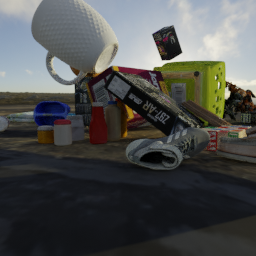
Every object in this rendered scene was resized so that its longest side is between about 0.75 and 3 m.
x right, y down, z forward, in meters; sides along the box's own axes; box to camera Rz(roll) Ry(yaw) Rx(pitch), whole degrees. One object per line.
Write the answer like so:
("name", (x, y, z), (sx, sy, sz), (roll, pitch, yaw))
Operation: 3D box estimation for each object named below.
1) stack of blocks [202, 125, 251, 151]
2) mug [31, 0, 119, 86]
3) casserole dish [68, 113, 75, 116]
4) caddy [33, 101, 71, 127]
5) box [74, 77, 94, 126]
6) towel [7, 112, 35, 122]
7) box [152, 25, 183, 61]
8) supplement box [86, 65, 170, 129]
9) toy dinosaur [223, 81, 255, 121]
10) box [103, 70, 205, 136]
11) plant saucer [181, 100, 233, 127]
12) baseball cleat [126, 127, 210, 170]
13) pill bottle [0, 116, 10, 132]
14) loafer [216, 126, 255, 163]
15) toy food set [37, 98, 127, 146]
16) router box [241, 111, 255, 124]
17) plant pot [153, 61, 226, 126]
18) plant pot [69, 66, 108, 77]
("stack of blocks", (2.392, 0.221, 6.843), (0.905, 0.460, 1.572), (4, 8, 33))
("mug", (-1.882, -2.880, 9.904), (2.536, 2.893, 2.136), (39, 20, 10))
("casserole dish", (-2.942, -0.495, 13.714), (2.025, 0.393, 1.227), (6, 8, 36))
("caddy", (-2.943, -0.510, 10.903), (1.489, 1.053, 0.782), (1, 2, 15))
("box", (-1.533, -1.184, 12.353), (0.879, 2.040, 1.671), (3, 7, 24))
("towel", (-4.834, -0.571, 14.121), (1.875, 0.451, 1.605), (2, 6, 21))
("box", (1.672, -3.578, 11.862), (0.769, 1.259, 0.668), (-35, 25, -19))
("supplement box", (0.166, -1.042, 10.254), (1.485, 1.884, 2.877), (-25, -10, 39))
("toy dinosaur", (5.585, -1.434, 14.638), (2.861, 1.942, 1.462), (43, -1, 10))
("box", (0.825, -0.613, 7.787), (2.572, 0.560, 2.060), (38, 18, 13))
("plant saucer", (2.506, -0.331, 8.499), (1.934, 0.285, 1.934), (30, 12, -7))
("baseball cleat", (0.880, 0.426, 4.983), (1.770, 0.617, 0.942), (-13, 16, -20))
("pill bottle", (-4.509, -0.143, 9.908), (0.516, 0.516, 0.933), (-2, 7, -17))
("loafer", (3.024, 0.216, 4.962), (2.809, 0.883, 1.010), (4, 8, 33))
("toy food set", (-1.106, -0.217, 7.619), (2.582, 1.162, 1.233), (-3, 7, -22))
("router box", (6.373, -0.480, 12.971), (1.946, 0.508, 1.530), (-6, 9, -44))
("plant pot", (2.630, -1.542, 12.559), (2.874, 2.889, 2.621), (6, 14, 29))
("plant pot", (-1.746, -3.116, 12.668), (1.925, 1.925, 1.762), (-1, 10, -10))
